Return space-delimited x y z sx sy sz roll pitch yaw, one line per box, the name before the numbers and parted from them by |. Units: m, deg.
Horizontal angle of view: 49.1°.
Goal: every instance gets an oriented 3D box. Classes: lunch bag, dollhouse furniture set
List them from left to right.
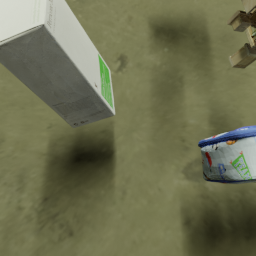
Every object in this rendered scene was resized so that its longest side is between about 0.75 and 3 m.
dollhouse furniture set | 2.031 -1.903 4.952 1.382 1.563 0.869 0 68 -27
lunch bag | 2.316 0.373 4.130 2.217 1.777 0.838 -3 79 -10

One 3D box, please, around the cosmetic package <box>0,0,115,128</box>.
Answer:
cosmetic package | -1.161 -1.141 4.861 1.005 2.368 1.274 -16 59 13
